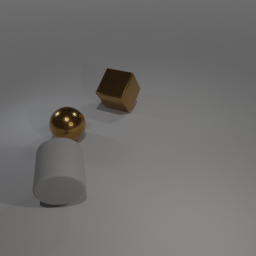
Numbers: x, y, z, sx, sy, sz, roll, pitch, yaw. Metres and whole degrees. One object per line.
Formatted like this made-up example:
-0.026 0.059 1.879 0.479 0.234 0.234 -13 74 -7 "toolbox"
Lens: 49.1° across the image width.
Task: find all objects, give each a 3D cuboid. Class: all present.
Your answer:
-0.429 -1.746 13.130 1.400 1.400 1.400 15 72 23 "cube"
-2.362 -0.137 10.945 1.400 1.400 1.400 0 31 0 "ball"
-1.954 1.238 8.048 1.400 1.400 1.400 -5 44 -8 "cylinder"
